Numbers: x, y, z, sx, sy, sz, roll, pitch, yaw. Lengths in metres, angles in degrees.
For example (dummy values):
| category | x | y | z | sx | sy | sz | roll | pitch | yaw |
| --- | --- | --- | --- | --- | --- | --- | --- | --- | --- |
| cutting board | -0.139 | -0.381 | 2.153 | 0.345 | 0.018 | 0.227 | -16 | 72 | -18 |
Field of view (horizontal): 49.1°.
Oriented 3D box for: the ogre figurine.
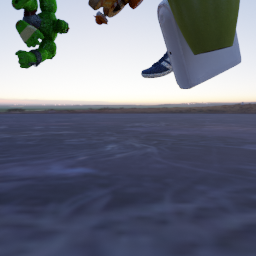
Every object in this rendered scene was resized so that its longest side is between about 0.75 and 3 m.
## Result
| category | x | y | z | sx | sy | sz | roll | pitch | yaw |
| --- | --- | --- | --- | --- | --- | --- | --- | --- | --- |
| ogre figurine | -2.698 | -3.243 | 8.509 | 1.394 | 2.841 | 1.703 | -16 | 2 | 14 |

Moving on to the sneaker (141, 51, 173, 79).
| category | x | y | z | sx | sy | sz | roll | pitch | yaw |
| --- | --- | --- | --- | --- | --- | --- | --- | --- | --- |
| sneaker | 1.816 | -3.041 | 11.785 | 2.936 | 1.241 | 1.101 | -19 | 25 | 10 |

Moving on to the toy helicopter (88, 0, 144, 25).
| category | x | y | z | sx | sy | sz | roll | pitch | yaw |
| --- | --- | --- | --- | --- | --- | --- | --- | --- | --- |
| toy helicopter | -0.552 | -3.431 | 7.722 | 1.567 | 0.934 | 2.369 | -40 | 5 | 27 |

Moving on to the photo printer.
| category | x | y | z | sx | sy | sz | roll | pitch | yaw |
| --- | --- | --- | --- | --- | --- | --- | --- | --- | --- |
| photo printer | 2.283 | -3.011 | 8.890 | 2.425 | 2.915 | 1.012 | -27 | 21 | -18 |

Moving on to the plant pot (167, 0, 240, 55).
| category | x | y | z | sx | sy | sz | roll | pitch | yaw |
| --- | --- | --- | --- | --- | --- | --- | --- | --- | --- |
| plant pot | 1.982 | -3.023 | 7.103 | 1.987 | 2.124 | 1.987 | -12 | 10 | 2 |
